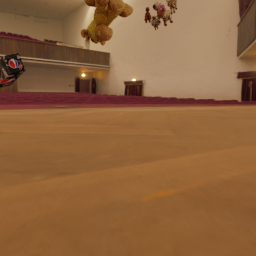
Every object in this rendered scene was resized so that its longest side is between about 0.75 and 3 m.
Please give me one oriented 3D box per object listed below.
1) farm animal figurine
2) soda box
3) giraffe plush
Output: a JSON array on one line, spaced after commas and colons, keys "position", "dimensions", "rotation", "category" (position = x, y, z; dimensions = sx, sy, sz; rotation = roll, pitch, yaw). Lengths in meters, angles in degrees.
[{"position": [0.922, -3.112, 7.430], "dimensions": [0.975, 0.508, 0.964], "rotation": [-11, -11, 27], "category": "farm animal figurine"}, {"position": [-3.759, -1.738, 8.698], "dimensions": [0.516, 0.576, 1.629], "rotation": [-24, 5, -38], "category": "soda box"}, {"position": [-0.849, -3.402, 8.953], "dimensions": [1.501, 1.410, 1.739], "rotation": [16, 11, -25], "category": "giraffe plush"}]
